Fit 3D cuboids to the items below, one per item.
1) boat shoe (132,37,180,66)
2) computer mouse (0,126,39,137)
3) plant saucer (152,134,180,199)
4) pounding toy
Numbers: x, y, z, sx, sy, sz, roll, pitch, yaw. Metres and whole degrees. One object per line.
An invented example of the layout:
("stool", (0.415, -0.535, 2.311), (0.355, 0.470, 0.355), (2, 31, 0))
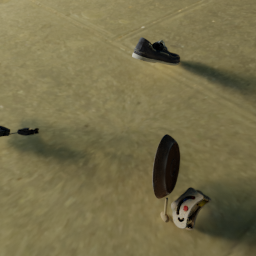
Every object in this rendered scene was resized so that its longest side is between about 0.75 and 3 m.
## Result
("boat shoe", (1.187, -2.772, 10.142), (2.476, 0.777, 0.900), (-8, 32, -45))
("computer mouse", (-3.271, 0.049, 7.541), (2.250, 0.383, 0.660), (-3, 3, 25))
("plant saucer", (0.930, 0.894, 6.424), (0.257, 1.492, 1.492), (6, 44, 26))
("pounding toy", (1.206, 1.805, 6.116), (0.664, 1.158, 0.662), (27, 24, -37))
